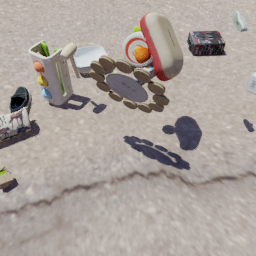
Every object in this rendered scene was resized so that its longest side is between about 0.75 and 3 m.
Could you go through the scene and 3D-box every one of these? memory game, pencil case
[{"bbox_3d":[0.014,-1.245,8.515,2.688,2.688,0.171,20,70,17],"label":"memory game"},{"bbox_3d":[-4.843,-0.033,10.642,2.348,0.914,1.050,-21,74,-18],"label":"pencil case"}]

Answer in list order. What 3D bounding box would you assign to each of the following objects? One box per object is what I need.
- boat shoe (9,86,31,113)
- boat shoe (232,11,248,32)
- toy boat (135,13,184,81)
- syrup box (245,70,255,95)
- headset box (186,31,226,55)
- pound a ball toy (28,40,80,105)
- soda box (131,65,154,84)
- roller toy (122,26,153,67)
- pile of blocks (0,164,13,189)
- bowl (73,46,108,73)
[{"bbox_3d":[-4.621,-1.194,11.921,0.736,0.614,1.973,-6,47,-3],"label":"boat shoe"},{"bbox_3d":[3.416,-3.234,8.521,0.284,0.278,0.797,0,63,-18],"label":"boat shoe"},{"bbox_3d":[0.813,-2.425,8.786,1.356,2.075,1.354,-21,1,35],"label":"toy boat"},{"bbox_3d":[6.415,-2.414,12.837,0.899,0.869,2.207,35,57,27],"label":"syrup box"},{"bbox_3d":[4.032,-4.518,14.865,1.822,0.684,1.354,-2,48,-2],"label":"headset box"},{"bbox_3d":[-2.916,-2.155,11.263,1.860,2.853,1.212,26,55,20],"label":"pound a ball toy"},{"bbox_3d":[0.698,-2.481,13.222,0.426,0.396,1.247,35,57,27],"label":"soda box"},{"bbox_3d":[0.618,-3.775,13.445,1.759,1.604,1.229,39,30,-1],"label":"roller toy"},{"bbox_3d":[-4.598,1.553,9.555,1.637,0.509,0.672,29,41,14],"label":"pile of blocks"},{"bbox_3d":[-1.854,-3.332,13.842,1.678,0.626,1.676,-15,50,-12],"label":"bowl"}]
